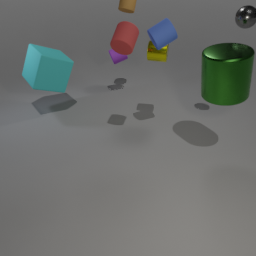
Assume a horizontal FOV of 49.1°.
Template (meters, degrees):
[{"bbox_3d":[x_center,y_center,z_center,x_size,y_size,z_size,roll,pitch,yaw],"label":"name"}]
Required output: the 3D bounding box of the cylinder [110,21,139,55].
[{"bbox_3d":[-0.095,-2.652,8.297,0.700,0.700,0.700,11,69,19],"label":"cylinder"}]

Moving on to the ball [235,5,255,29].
[{"bbox_3d":[3.817,-3.568,9.013,0.700,0.700,0.700,0,29,0],"label":"ball"}]

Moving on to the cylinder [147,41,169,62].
[{"bbox_3d":[1.079,-2.756,10.079,0.700,0.700,0.700,8,30,10],"label":"cylinder"}]

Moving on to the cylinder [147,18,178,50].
[{"bbox_3d":[1.058,-2.890,8.631,0.700,0.700,0.700,-31,30,7],"label":"cylinder"}]

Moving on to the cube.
[{"bbox_3d":[-3.285,-2.412,11.415,1.400,1.400,1.400,2,30,-42],"label":"cube"}]

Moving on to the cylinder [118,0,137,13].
[{"bbox_3d":[-0.011,-5.302,11.829,0.700,0.700,0.700,11,10,-2],"label":"cylinder"}]

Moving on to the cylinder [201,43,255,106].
[{"bbox_3d":[2.863,-1.583,8.180,1.400,1.400,1.400,-6,34,4],"label":"cylinder"}]

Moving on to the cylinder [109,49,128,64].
[{"bbox_3d":[-0.459,-3.441,13.135,0.700,0.700,0.700,-24,32,0],"label":"cylinder"}]
